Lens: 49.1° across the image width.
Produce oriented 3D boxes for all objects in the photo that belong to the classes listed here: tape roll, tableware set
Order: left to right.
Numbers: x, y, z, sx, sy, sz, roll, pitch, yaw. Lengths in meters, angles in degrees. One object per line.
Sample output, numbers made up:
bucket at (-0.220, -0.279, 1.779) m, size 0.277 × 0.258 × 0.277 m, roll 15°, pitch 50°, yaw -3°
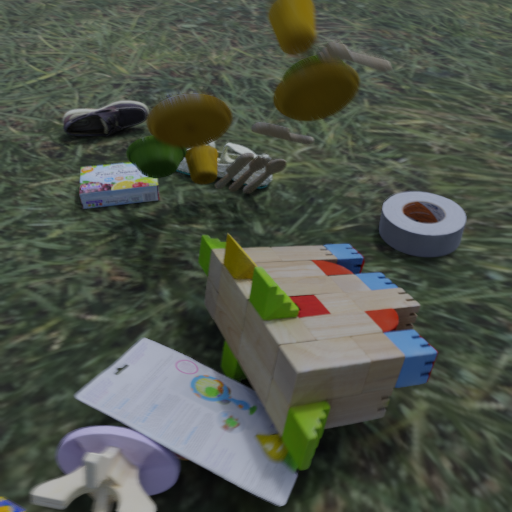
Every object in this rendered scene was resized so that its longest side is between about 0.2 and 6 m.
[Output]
tableware set at (-0.225, -2.166, 8.268) m, size 2.657 × 3.944 × 0.605 m, roll 4°, pitch 66°, yaw -32°
tape roll at (2.671, -0.531, 9.051) m, size 1.313 × 0.434 × 1.313 m, roll 0°, pitch 37°, yaw 0°

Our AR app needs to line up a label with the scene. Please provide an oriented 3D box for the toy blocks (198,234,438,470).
toy blocks at (0.847, 0.782, 6.607) m, size 2.219 × 1.622 × 3.246 m, roll -2°, pitch 29°, yaw -24°

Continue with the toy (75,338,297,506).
toy at (-0.582, 1.761, 5.834) m, size 2.242 × 0.529 × 1.291 m, roll 20°, pitch 24°, yaw 14°

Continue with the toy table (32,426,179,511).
toy table at (-1.366, 2.077, 5.140) m, size 1.174 × 1.079 × 0.688 m, roll -3°, pitch 21°, yaw 9°

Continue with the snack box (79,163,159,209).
snack box at (-2.474, -1.309, 10.152) m, size 1.354 × 0.359 × 0.963 m, roll -8°, pitch 37°, yaw -10°

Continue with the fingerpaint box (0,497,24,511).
fingerpaint box at (-2.723, 2.589, 4.888) m, size 0.928 × 0.408 × 1.112 m, roll 17°, pitch 40°, yaw 21°

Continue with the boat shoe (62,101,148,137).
boat shoe at (-3.234, -2.884, 12.073) m, size 1.843 × 0.663 × 0.597 m, roll -8°, pitch 45°, yaw -8°

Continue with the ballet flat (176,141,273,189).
ballet flat at (-0.651, -1.842, 10.602) m, size 2.128 × 0.763 × 0.763 m, roll 14°, pitch 39°, yaw 19°
